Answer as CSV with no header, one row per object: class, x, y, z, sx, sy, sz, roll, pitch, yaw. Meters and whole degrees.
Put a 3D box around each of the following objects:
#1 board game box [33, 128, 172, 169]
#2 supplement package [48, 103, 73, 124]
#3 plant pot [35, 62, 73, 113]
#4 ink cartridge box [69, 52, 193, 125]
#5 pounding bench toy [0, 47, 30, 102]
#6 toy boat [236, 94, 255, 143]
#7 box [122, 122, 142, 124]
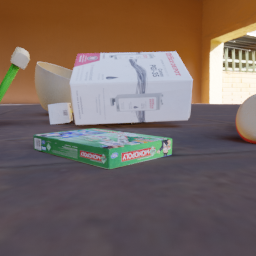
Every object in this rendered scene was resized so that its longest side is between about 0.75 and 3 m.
board game box,-0.388,0.217,3.805,1.100,0.238,1.635,-5,8,-45
supplement package,-1.997,-0.452,8.365,0.558,0.580,1.019,-7,7,-6
plant pot,-2.850,-1.539,11.982,2.575,1.728,2.575,21,14,-5
ink cartridge box,0.056,-1.131,7.375,2.846,1.178,2.085,-2,34,-2
pounding bench toy,-3.569,-0.977,6.532,2.460,1.919,1.528,4,25,-12
toy boat,2.529,-0.070,4.664,1.376,0.898,0.899,3,-24,22
box,-0.198,-0.340,8.698,1.371,0.341,1.361,3,7,26
